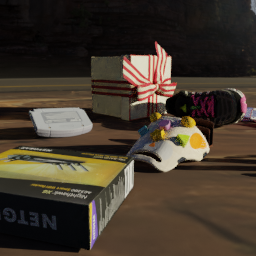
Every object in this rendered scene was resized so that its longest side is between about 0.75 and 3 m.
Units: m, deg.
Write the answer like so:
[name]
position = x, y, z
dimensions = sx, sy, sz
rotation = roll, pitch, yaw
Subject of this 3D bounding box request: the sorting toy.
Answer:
[sorting toy]
position = 0.597, 0.359, 5.335
dimensions = 1.459, 0.779, 1.313
rotation = 9, 34, 35

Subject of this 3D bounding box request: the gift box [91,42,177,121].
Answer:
[gift box]
position = 0.132, -1.691, 10.033
dimensions = 2.408, 2.610, 2.437
rotation = -19, 23, -42

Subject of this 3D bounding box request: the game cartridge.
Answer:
[game cartridge]
position = -1.733, -0.157, 7.316
dimensions = 1.472, 0.298, 0.981
rotation = -4, 36, -31

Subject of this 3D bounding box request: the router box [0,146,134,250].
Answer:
[router box]
position = -1.054, 0.728, 3.598
dimensions = 1.952, 0.510, 1.535
rotation = 4, 13, 16

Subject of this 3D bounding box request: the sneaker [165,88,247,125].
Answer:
[sneaker]
position = 2.175, -0.633, 8.584
dimensions = 1.309, 1.104, 2.994
rotation = -6, 9, -25

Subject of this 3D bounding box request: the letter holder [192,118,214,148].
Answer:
[letter holder]
position = 1.453, 0.098, 6.315
dimensions = 0.834, 0.593, 0.419
rotation = 11, 17, 40

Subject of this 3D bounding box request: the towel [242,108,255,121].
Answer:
[towel]
position = 4.692, -0.407, 9.661
dimensions = 1.361, 0.224, 1.880
rotation = 8, 16, 25

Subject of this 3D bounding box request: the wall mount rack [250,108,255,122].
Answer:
[wall mount rack]
position = 4.339, -0.317, 8.317
dimensions = 1.106, 0.475, 1.273
rotation = -1, 19, -18
